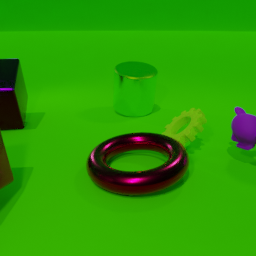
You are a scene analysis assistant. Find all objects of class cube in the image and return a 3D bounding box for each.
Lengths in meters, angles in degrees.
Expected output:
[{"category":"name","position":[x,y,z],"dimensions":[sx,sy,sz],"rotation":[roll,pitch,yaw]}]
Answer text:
[{"category":"cube","position":[-2.620,0.475,3.982],"dimensions":[1.237,1.237,1.237],"rotation":[-13,6,5]},{"category":"cube","position":[-3.531,-0.879,7.430],"dimensions":[1.380,1.380,1.380],"rotation":[-4,47,-10]}]

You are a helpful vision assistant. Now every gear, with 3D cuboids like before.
[{"category":"gear","position":[1.249,0.007,6.364],"dimensions":[1.104,0.204,1.104],"rotation":[-38,20,16]}]

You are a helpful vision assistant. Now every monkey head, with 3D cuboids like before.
[{"category":"monkey head","position":[2.503,0.045,5.654],"dimensions":[0.806,0.675,1.120],"rotation":[0,35,-10]}]

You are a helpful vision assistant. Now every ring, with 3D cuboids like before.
[{"category":"ring","position":[0.176,0.599,5.353],"dimensions":[1.958,0.392,1.958],"rotation":[-4,23,2]}]

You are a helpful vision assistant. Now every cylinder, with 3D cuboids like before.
[{"category":"cylinder","position":[0.203,-1.220,8.689],"dimensions":[1.309,1.309,1.309],"rotation":[3,34,-2]}]
